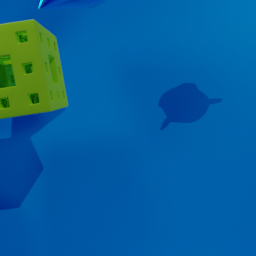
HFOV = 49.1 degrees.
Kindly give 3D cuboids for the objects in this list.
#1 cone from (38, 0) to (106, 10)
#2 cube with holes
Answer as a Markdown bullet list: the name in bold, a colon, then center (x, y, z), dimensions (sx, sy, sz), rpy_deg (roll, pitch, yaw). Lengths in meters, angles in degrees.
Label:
- **cone**: center (-1.108, -2.276, 4.527), dimensions (1.421, 1.421, 1.427), rpy_deg (15, 53, 7)
- **cube with holes**: center (-1.782, -0.830, 4.419), dimensions (1.245, 1.245, 1.245), rpy_deg (-8, 98, 0)
